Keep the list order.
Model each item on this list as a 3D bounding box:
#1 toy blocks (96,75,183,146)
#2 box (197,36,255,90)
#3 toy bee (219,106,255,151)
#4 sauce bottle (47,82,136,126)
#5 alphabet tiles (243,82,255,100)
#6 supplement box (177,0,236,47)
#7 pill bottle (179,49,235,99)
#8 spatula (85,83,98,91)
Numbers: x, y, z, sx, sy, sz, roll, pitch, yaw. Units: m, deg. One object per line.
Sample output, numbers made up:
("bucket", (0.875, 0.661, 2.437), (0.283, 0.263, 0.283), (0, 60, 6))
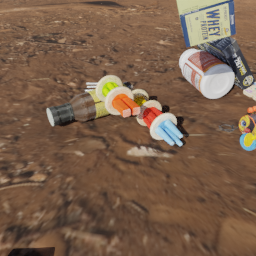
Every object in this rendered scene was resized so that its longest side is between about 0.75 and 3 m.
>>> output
("toy blocks", (0.353, -0.419, 7.712), (2.000, 0.871, 2.400), (20, 19, -38))
("box", (3.588, -2.829, 10.891), (0.649, 2.129, 2.642), (-41, 35, 10))
("toy bee", (3.320, 0.055, 7.388), (2.012, 1.094, 1.317), (24, 40, 30))
("sauce bottle", (-1.085, -0.745, 8.722), (2.813, 0.910, 0.910), (-18, 38, -27))
("alphabet tiles", (5.252, -1.343, 10.329), (1.869, 0.136, 1.828), (-14, 36, -20))
("supplement box", (1.696, -2.495, 6.177), (1.089, 0.731, 1.088), (-12, 43, 14))
("pill bottle", (2.815, -2.132, 10.459), (1.283, 1.283, 2.287), (-8, 35, -12))
("spatula", (-1.018, -1.597, 10.746), (1.234, 0.099, 0.858), (-1, 35, -2))
